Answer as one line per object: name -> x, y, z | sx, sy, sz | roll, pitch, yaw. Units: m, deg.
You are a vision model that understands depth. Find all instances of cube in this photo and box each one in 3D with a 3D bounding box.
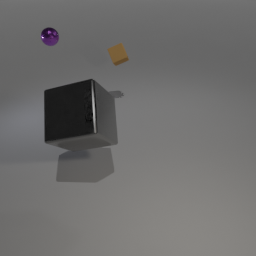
cube -> -1.191, -0.257, 7.277 | 1.400, 1.400, 1.400 | -10, -16, 17
cube -> -0.428, -3.296, 12.592 | 0.700, 0.700, 0.700 | -22, 0, 7

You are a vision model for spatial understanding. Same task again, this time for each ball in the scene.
ball -> -3.066, -3.583, 11.001 | 0.700, 0.700, 0.700 | 0, 28, 0
